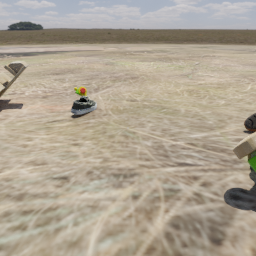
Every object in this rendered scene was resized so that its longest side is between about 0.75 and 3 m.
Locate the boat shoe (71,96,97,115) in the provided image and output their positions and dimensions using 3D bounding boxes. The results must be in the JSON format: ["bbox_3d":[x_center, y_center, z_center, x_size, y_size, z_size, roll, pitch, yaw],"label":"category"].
[{"bbox_3d":[-1.283,-0.740,8.514,0.465,0.419,1.317,15,19,12],"label":"boat shoe"}]

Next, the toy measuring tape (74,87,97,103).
[{"bbox_3d":[-1.349,-1.119,9.122,0.864,0.318,0.318,27,11,-21],"label":"toy measuring tape"}]

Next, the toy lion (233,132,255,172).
[{"bbox_3d":[2.896,-0.066,4.258,2.375,2.478,0.851,-18,67,-43],"label":"toy lion"}]

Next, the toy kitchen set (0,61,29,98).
[{"bbox_3d":[-4.470,-1.949,8.713,1.737,1.921,2.130,-46,20,5],"label":"toy kitchen set"}]

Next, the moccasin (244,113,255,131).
[{"bbox_3d":[3.588,-0.251,6.930,1.467,0.537,0.566,-22,-18,-2],"label":"moccasin"}]
